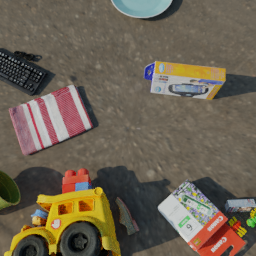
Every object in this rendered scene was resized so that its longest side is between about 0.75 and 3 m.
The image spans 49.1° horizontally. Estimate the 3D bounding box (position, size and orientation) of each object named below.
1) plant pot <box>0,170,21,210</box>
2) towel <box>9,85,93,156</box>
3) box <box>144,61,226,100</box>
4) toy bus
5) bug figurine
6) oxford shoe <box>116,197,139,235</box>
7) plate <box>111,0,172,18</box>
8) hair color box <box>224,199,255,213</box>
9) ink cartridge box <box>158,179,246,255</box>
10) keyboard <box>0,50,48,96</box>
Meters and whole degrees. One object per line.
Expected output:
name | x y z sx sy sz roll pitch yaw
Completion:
plant pot | -4.241 2.138 8.640 1.212 1.276 1.276 -34 75 3
towel | -2.706 -0.327 9.791 2.527 0.287 1.820 -23 75 -7
box | 1.814 -1.594 9.532 2.562 1.525 0.531 5 73 2
toy bus | -1.838 2.655 8.123 2.933 1.990 2.816 -10 60 0
bug figurine | 3.864 3.360 8.549 1.362 0.452 1.756 -34 75 -12
oxford shoe | -0.117 2.750 8.756 0.444 0.425 1.202 -30 75 -6
plate | 0.551 -5.460 11.370 2.598 0.332 2.598 0 72 1
hair color box | 3.524 2.452 8.814 0.832 0.412 0.252 -2 50 -2
ink cartridge box | 2.195 2.891 8.406 1.327 0.613 2.436 -40 66 -11
keyboard | -4.188 -2.310 10.403 2.431 0.312 1.460 27 75 7
